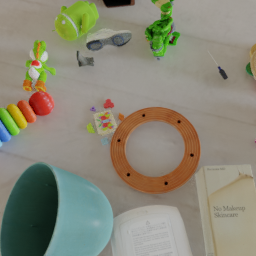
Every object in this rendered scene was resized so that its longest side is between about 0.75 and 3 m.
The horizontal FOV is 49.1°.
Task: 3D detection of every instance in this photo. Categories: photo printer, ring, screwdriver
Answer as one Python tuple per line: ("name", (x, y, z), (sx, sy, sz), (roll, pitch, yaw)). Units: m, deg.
("photo printer", (0.572, 2.969, 6.550), (1.834, 0.765, 2.204), (-9, 66, -7))
("ring", (0.742, 0.576, 7.810), (2.513, 0.241, 2.513), (-3, 67, 8))
("screwdriver", (2.789, -2.002, 8.806), (1.128, 0.157, 0.164), (53, 33, -7))

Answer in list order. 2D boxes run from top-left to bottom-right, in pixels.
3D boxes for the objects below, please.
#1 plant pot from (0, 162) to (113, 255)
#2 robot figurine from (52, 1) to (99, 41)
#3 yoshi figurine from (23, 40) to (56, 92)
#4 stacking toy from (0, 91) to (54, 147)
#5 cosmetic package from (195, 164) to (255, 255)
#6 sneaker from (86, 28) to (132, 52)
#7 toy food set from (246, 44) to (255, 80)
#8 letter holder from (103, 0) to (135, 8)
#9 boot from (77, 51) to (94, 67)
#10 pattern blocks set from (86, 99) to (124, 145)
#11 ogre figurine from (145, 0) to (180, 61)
("plant pot", (-1.433, 2.039, 6.205), (2.239, 1.797, 2.239), (-21, 58, 38))
("robot figurine", (-1.762, -3.615, 9.472), (1.443, 0.951, 1.644), (33, 67, 32))
("yoshi figurine", (-2.855, -1.946, 8.955), (0.916, 0.919, 1.635), (-5, 75, 42))
("stacking toy", (-3.337, -0.228, 7.907), (2.703, 1.154, 1.154), (-34, 70, -18))
("cosmetic package", (2.498, 2.199, 6.858), (1.270, 0.897, 2.454), (-3, 66, -1))
("sneaker", (-0.664, -3.120, 9.489), (1.598, 0.595, 0.696), (-10, 59, -6))
("toy food set", (4.885, -1.867, 8.923), (2.141, 0.521, 2.119), (17, 67, 8))
("letter holder", (-0.935, -5.924, 10.328), (1.970, 1.394, 2.771), (-9, 65, -2))
("boot", (-1.340, -2.208, 8.872), (0.519, 0.794, 0.269), (-4, 73, -2))
("pattern blocks set", (-0.672, -0.183, 8.379), (1.165, 0.107, 1.325), (-29, 69, -12))
("ogre figurine", (1.126, -3.207, 9.061), (1.143, 1.397, 2.330), (-7, 64, 1))
